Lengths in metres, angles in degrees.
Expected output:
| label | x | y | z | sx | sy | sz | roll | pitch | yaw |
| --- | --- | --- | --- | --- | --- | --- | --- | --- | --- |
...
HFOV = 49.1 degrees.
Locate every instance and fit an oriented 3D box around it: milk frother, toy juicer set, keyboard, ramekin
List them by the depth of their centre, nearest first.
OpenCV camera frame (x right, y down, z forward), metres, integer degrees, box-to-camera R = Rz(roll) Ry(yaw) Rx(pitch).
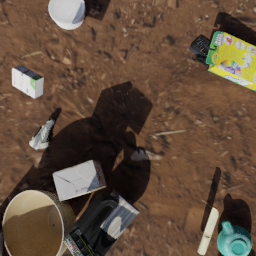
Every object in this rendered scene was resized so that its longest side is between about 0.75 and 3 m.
| label | x | y | z | sx | sy | sz | roll | pitch | yaw |
| --- | --- | --- | --- | --- | --- | --- | --- | --- | --- |
| milk frother | -0.450 | 3.440 | 9.244 | 2.189 | 1.976 | 2.059 | 36 | 81 | 25 |
| toy juicer set | 3.551 | 4.299 | 9.878 | 2.973 | 0.809 | 1.891 | 38 | 96 | 1 |
| keyboard | 3.526 | -2.837 | 11.427 | 2.169 | 0.430 | 1.129 | 40 | 81 | 8 |
| ramekin | -2.479 | -4.831 | 11.672 | 1.517 | 0.706 | 1.517 | 0 | 78 | 0 |

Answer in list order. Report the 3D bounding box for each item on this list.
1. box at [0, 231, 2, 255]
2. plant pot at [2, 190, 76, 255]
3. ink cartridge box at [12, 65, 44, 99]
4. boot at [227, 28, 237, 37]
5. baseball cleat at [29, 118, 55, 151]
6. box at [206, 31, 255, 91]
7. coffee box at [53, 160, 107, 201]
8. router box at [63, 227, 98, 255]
| label | x | y | z | sx | sy | sz | roll | pitch | yaw |
| --- | --- | --- | --- | --- | --- | --- | --- | --- | --- |
| box | -4.578 | 4.451 | 9.384 | 0.474 | 1.554 | 1.963 | 3 | 76 | -31 |
| plant pot | -2.715 | 3.237 | 9.453 | 2.400 | 1.611 | 2.400 | -2 | 84 | 22 |
| ink cartridge box | -2.937 | -1.370 | 8.212 | 0.872 | 0.637 | 0.368 | 31 | 40 | 13 |
| boot | 4.296 | -3.804 | 11.677 | 0.391 | 0.301 | 0.806 | 17 | 77 | 6 |
| baseball cleat | -3.165 | 0.297 | 10.825 | 0.709 | 0.465 | 1.333 | 42 | 91 | 2 |
| box | 4.306 | -2.622 | 11.023 | 2.617 | 0.633 | 1.535 | 22 | 79 | -11 |
| coffee box | -1.540 | 1.783 | 9.532 | 1.310 | 2.291 | 0.913 | -18 | 79 | -3 |
| router box | -1.232 | 3.183 | 7.334 | 0.321 | 0.774 | 1.032 | -28 | 75 | -38 |
